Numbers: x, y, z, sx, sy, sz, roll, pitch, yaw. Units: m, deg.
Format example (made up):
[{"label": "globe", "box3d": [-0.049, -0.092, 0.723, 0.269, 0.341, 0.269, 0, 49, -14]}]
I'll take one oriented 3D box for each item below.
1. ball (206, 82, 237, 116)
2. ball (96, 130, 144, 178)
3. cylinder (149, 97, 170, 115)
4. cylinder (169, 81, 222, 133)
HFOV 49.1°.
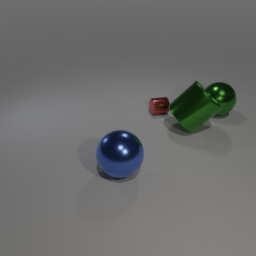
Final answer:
[{"label": "ball", "box3d": [3.779, -1.213, 11.664, 1.400, 1.400, 1.400, 0, 30, 0]}, {"label": "ball", "box3d": [-0.230, 0.751, 8.183, 1.400, 1.400, 1.400, 0, 30, 0]}, {"label": "cylinder", "box3d": [1.329, -0.946, 11.913, 0.700, 0.700, 0.700, -8, 31, -13]}, {"label": "cylinder", "box3d": [2.478, -0.785, 10.420, 1.400, 1.400, 1.400, 40, 22, -20]}]
